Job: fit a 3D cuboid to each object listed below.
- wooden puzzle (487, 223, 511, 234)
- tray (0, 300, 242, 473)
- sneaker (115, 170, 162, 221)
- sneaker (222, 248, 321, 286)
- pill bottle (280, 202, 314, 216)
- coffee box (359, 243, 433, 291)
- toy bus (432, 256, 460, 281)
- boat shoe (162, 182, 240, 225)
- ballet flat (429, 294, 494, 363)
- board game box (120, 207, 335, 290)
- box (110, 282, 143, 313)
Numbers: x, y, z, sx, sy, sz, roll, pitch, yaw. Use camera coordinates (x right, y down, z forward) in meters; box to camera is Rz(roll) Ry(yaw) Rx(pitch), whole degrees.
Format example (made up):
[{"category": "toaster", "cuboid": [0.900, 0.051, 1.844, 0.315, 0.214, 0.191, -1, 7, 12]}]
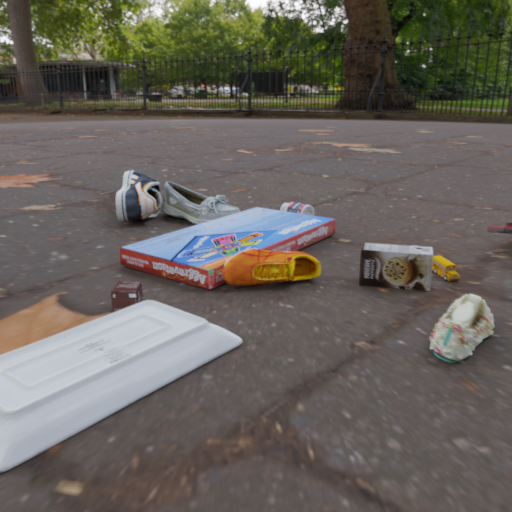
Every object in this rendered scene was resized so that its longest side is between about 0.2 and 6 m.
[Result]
[{"category": "wooden puzzle", "cuboid": [6.202, -0.536, 11.282, 3.224, 0.226, 1.912, 0, 3, -45]}, {"category": "tray", "cuboid": [-1.927, 1.221, 6.670, 1.846, 0.381, 3.439, 15, 23, 36]}, {"category": "sneaker", "cuboid": [-2.922, -1.528, 14.360, 1.032, 1.020, 2.600, -5, 25, -4]}, {"category": "sneaker", "cuboid": [0.277, 0.176, 9.455, 1.755, 0.640, 0.677, -8, 10, -22]}, {"category": "pill bottle", "cuboid": [0.989, -1.068, 13.759, 0.475, 0.475, 0.795, -16, 23, -41]}, {"category": "coffee box", "cuboid": [2.358, 0.181, 9.487, 1.167, 0.660, 0.466, 4, 18, 15]}, {"category": "toy bus", "cuboid": [3.364, 0.227, 9.979, 0.225, 0.270, 0.690, -3, 18, -10]}, {"category": "boat shoe", "cuboid": [-1.391, -1.274, 13.848, 2.391, 0.767, 0.881, 18, 25, 35]}, {"category": "ballet flat", "cuboid": [2.832, 0.846, 7.490, 0.681, 0.576, 1.801, 19, 24, 25]}, {"category": "board game box", "cuboid": [-0.378, -0.313, 11.443, 2.218, 0.419, 4.309, 11, 20, 35]}, {"category": "box", "cuboid": [-1.950, 0.637, 8.495, 0.385, 0.382, 0.465, 0, 18, 1]}]
